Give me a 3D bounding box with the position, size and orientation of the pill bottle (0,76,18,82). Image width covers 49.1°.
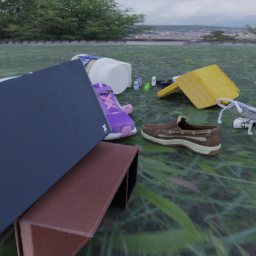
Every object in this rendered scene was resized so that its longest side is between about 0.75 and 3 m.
[{"bbox_3d":[-2.969,-0.910,8.574,1.421,1.421,2.614,15,25,35],"label":"pill bottle"}]

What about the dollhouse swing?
[{"bbox_3d":[2.705,-1.301,11.058,2.079,2.011,2.287,52,40,11],"label":"dollhouse swing"}]

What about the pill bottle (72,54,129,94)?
[{"bbox_3d":[-1.294,-2.258,11.976,1.544,1.544,2.782,-17,26,-37],"label":"pill bottle"}]

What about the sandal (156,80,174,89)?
[{"bbox_3d":[1.804,-2.112,13.252,0.650,0.366,1.710,-9,22,-23],"label":"sandal"}]

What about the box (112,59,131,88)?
[{"bbox_3d":[-0.812,-2.714,13.765,0.955,1.167,2.458,-9,24,-26],"label":"box"}]

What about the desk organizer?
[{"bbox_3d":[-0.549,1.038,4.218,0.930,0.866,2.416,7,22,12],"label":"desk organizer"}]

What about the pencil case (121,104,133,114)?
[{"bbox_3d":[-0.153,-0.551,9.196,0.339,0.339,0.775,14,24,32],"label":"pencil case"}]

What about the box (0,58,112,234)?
[{"bbox_3d":[-2.052,0.210,4.229,2.502,1.430,2.748,-14,16,27],"label":"box"}]

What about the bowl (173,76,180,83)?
[{"bbox_3d":[2.859,-2.164,13.255,1.258,0.470,1.259,-16,27,-37],"label":"bowl"}]

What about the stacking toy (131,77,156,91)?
[{"bbox_3d":[0.453,-2.029,13.051,1.398,0.436,1.855,4,23,16],"label":"stacking toy"}]

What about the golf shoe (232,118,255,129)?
[{"bbox_3d":[3.365,-0.127,8.080,0.791,0.308,0.374,-10,23,-22],"label":"golf shoe"}]

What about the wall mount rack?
[{"bbox_3d":[3.023,-0.294,7.099,1.579,0.589,1.372,20,-15,0],"label":"wall mount rack"}]

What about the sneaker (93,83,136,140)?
[{"bbox_3d":[-0.669,-0.585,7.971,1.138,1.251,2.829,-8,23,-22],"label":"sneaker"}]

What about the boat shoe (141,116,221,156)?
[{"bbox_3d":[1.287,0.039,6.968,2.068,0.765,0.764,12,24,28],"label":"boat shoe"}]
